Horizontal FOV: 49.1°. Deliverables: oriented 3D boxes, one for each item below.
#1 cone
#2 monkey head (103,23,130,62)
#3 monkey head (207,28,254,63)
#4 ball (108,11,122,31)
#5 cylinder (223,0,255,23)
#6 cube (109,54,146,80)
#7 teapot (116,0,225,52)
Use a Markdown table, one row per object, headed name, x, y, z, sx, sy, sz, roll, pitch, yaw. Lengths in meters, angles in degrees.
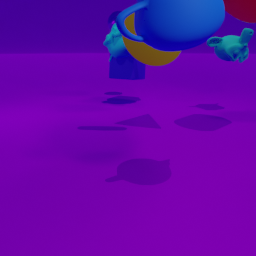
| name | x | y | z | sx | sy | sz | roll | pitch | yaw |
| --- | --- | --- | --- | --- | --- | --- | --- | --- | --- |
| cone | 0.812 | -2.581 | 6.951 | 1.497 | 1.497 | 1.503 | 7 | 45 | 23 |
| monkey head | -0.235 | -3.194 | 10.199 | 1.726 | 1.040 | 1.241 | -24 | 41 | 32 |
| monkey head | 3.486 | -2.776 | 9.227 | 1.673 | 1.204 | 1.008 | 0 | 36 | -30 |
| ball | -0.377 | -4.353 | 11.610 | 0.940 | 0.940 | 0.940 | 0 | 16 | 0 |
| cylinder | 2.773 | -3.238 | 5.967 | 1.375 | 1.375 | 1.375 | 39 | 3 | -3 |
| cube | -0.008 | -2.541 | 11.309 | 1.107 | 1.107 | 1.107 | 9 | 15 | 28 |
| teapot | 0.613 | -1.473 | 3.276 | 1.718 | 0.841 | 1.068 | -30 | 42 | -15 |
